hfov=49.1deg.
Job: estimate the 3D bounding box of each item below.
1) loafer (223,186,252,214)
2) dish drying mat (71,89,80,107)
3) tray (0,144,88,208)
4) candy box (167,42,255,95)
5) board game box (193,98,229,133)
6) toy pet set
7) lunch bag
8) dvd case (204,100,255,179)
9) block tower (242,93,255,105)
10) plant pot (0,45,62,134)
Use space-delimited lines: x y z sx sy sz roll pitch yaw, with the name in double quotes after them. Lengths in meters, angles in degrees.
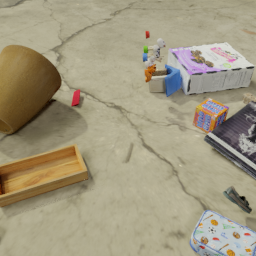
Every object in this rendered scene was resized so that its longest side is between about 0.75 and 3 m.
2.743 1.754 6.820 1.012 0.318 0.364 35 9 -23 "loafer"
-2.038 -1.179 10.998 0.327 0.077 0.850 -16 47 14 "dish drying mat"
-2.466 1.289 7.965 2.412 0.447 1.190 -16 43 -17 "tray"
3.442 -2.624 12.065 2.863 1.024 2.402 -9 41 -11 "candy box"
2.841 -0.401 9.646 0.800 0.800 0.801 -32 50 -31 "board game box"
1.372 -2.366 10.849 1.286 2.260 2.421 -3 40 10 "toy pet set"
2.227 2.571 6.387 1.424 0.538 1.141 24 40 25 "lunch bag"
4.190 0.310 9.064 2.940 0.235 2.186 -31 57 -31 "dvd case"
4.889 -0.877 10.571 0.350 0.327 1.210 -20 45 -20 "block tower"
-3.869 -1.125 9.643 2.341 2.341 2.512 11 58 13 "plant pot"
